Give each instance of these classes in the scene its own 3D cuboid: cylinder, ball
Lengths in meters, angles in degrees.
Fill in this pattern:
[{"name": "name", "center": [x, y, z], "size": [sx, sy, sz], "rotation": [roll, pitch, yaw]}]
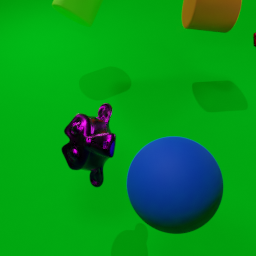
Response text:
[{"name": "cylinder", "center": [2.364, -3.480, 8.079], "size": [1.290, 1.290, 1.290], "rotation": [4, 51, -7]}, {"name": "ball", "center": [0.635, 0.772, 3.888], "size": [1.309, 1.309, 1.309], "rotation": [0, 51, 0]}, {"name": "cylinder", "center": [-1.440, -3.972, 8.485], "size": [1.295, 1.295, 1.295], "rotation": [28, 96, 21]}]

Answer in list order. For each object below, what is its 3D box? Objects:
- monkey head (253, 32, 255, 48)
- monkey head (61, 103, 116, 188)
[{"name": "monkey head", "center": [4.200, -2.487, 7.666], "size": [1.299, 1.088, 1.806], "rotation": [41, 79, -20]}, {"name": "monkey head", "center": [-0.509, 0.277, 4.816], "size": [1.125, 0.942, 1.563], "rotation": [4, 85, 33]}]
